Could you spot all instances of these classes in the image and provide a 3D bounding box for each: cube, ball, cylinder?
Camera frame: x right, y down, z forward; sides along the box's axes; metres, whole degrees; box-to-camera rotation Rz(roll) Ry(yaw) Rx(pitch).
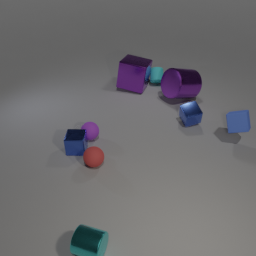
[{"bbox_3d":[-1.857,0.515,10.058,0.700,0.700,0.700,1,35,1],"label":"cube"},{"bbox_3d":[-1.141,0.961,9.335,0.700,0.700,0.700,0,33,0],"label":"ball"},{"bbox_3d":[4.014,-0.239,10.167,0.700,0.700,0.700,-6,8,29],"label":"cube"},{"bbox_3d":[0.334,-2.801,14.379,1.400,1.400,1.400,16,33,10],"label":"cube"},{"bbox_3d":[2.507,-2.096,13.231,1.400,1.400,1.400,-4,30,-33],"label":"cylinder"},{"bbox_3d":[2.562,-0.568,11.480,0.700,0.700,0.700,-18,57,-5],"label":"cube"},{"bbox_3d":[-0.907,2.723,6.648,0.700,0.700,0.700,11,34,16],"label":"cylinder"},{"bbox_3d":[-1.444,0.109,10.630,0.700,0.700,0.700,0,33,0],"label":"ball"},{"bbox_3d":[1.533,-2.812,14.944,0.700,0.700,0.700,0,-7,0],"label":"cylinder"}]
